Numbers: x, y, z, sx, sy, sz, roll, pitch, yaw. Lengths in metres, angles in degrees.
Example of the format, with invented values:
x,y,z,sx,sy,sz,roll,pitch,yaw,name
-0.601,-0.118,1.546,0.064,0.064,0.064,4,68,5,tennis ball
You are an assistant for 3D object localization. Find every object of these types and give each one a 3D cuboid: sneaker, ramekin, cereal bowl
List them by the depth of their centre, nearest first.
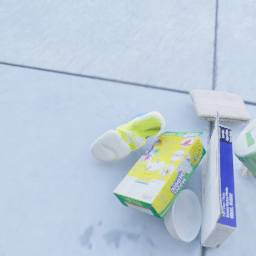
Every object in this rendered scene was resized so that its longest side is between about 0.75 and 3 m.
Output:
x,y,z,sx,sy,sz,roll,pitch,yaw,name
2.972,0.299,5.804,0.765,1.566,1.566,41,62,-3,ramekin
1.197,1.987,6.442,0.473,1.136,1.136,-12,41,46,cereal bowl
0.025,0.200,7.709,2.151,1.130,0.815,-24,99,10,sneaker

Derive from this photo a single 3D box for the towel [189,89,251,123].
x,y,z,sx,sy,sz,roll,pitch,yaw,name
2.757,-0.663,8.384,1.711,0.295,1.134,3,47,-11,towel

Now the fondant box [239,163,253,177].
x,y,z,sx,sy,sz,roll,pitch,yaw,name
3.365,0.818,7.108,0.762,1.056,0.307,-7,49,-5,fondant box

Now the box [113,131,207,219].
x,y,z,sx,sy,sz,roll,pitch,yaw,name
0.855,0.940,6.748,1.382,0.570,2.355,1,43,51,box

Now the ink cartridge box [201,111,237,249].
x,y,z,sx,sy,sz,roll,pitch,yaw,name
1.988,1.185,6.104,0.466,2.296,2.291,5,56,9,ink cartridge box
